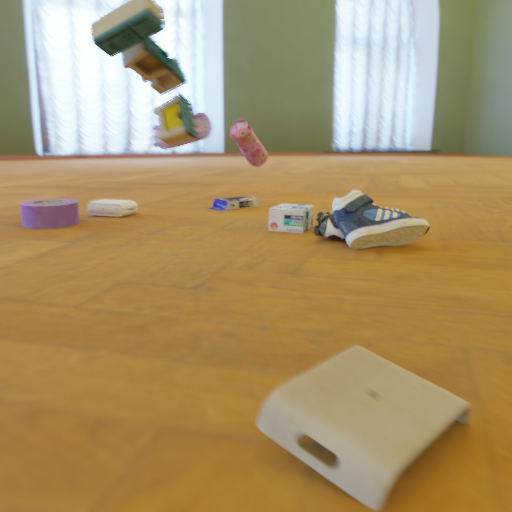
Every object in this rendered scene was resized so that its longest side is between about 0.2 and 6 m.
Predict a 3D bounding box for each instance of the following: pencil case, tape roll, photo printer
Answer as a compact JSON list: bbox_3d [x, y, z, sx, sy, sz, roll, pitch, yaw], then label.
[{"bbox_3d":[-0.177,-2.920,14.590,0.622,0.622,1.422,7,-23,27],"label":"pencil case"},{"bbox_3d":[-5.267,-1.092,14.330,1.386,0.589,1.386,0,14,0],"label":"tape roll"},{"bbox_3d":[-4.001,-1.351,15.805,1.167,0.405,0.971,4,13,14],"label":"photo printer"},{"bbox_3d":[-1.844,-3.082,13.815,1.643,0.702,0.690,-4,38,39],"label":"pencil case"}]

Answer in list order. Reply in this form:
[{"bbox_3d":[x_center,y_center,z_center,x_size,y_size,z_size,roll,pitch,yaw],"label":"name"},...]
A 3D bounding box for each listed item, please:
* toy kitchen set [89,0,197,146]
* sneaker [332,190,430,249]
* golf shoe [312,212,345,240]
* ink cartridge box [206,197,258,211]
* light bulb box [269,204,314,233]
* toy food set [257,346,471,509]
[{"bbox_3d":[-1.689,-3.118,9.758,1.187,1.614,2.015,-19,-19,22],"label":"toy kitchen set"},{"bbox_3d":[2.559,-0.928,11.842,1.926,0.776,1.411,-9,57,-15],"label":"sneaker"},{"bbox_3d":[2.101,-0.704,12.719,0.899,0.740,1.902,22,30,31],"label":"golf shoe"},{"bbox_3d":[-0.722,-1.605,17.184,1.480,0.290,0.736,-12,18,-38],"label":"ink cartridge box"},{"bbox_3d":[0.866,-0.923,13.655,0.893,0.562,0.901,5,14,21],"label":"light bulb box"},{"bbox_3d":[0.922,1.333,4.586,1.112,0.468,1.550,26,27,36],"label":"toy food set"}]
